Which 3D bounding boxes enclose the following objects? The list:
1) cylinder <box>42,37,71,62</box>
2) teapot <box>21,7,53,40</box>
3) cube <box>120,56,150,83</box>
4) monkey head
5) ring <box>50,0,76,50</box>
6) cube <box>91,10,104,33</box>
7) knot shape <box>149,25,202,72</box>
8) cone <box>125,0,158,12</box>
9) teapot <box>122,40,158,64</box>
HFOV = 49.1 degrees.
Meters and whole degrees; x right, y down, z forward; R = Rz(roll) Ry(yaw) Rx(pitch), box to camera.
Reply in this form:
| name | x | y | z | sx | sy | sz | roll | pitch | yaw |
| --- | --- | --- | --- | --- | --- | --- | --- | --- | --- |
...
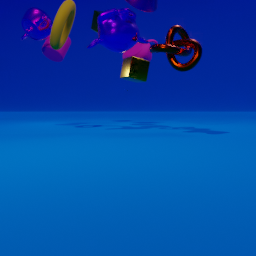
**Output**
| name | x | y | z | sx | sy | sz | roll | pitch | yaw |
| --- | --- | --- | --- | --- | --- | --- | --- | --- | --- |
| cylinder | -2.626 | -3.008 | 10.294 | 0.822 | 0.822 | 0.822 | 16 | -22 | 7 |
| teapot | -3.029 | -3.304 | 9.133 | 1.685 | 1.047 | 0.825 | -9 | 37 | 50 |
| cube | 0.244 | -2.060 | 9.950 | 0.733 | 0.733 | 0.733 | 10 | 2 | -27 |
| monkey head | -0.357 | -2.593 | 7.587 | 1.826 | 1.100 | 1.314 | -13 | 17 | -26 |
| ring | -1.900 | -3.003 | 8.200 | 0.295 | 1.476 | 1.476 | 22 | 1 | -8 |
| cube | -1.007 | -4.565 | 12.196 | 0.816 | 0.816 | 0.816 | -11 | 39 | -40 |
| knot shape | 1.364 | -2.237 | 7.628 | 1.401 | 1.311 | 0.647 | 21 | -34 | 10 |
| cone | 0.537 | -3.921 | 7.412 | 1.139 | 1.139 | 1.143 | -2 | -32 | -30 |
| teapot | 0.384 | -2.826 | 11.133 | 0.944 | 1.928 | 1.199 | 45 | 6 | -44 |
